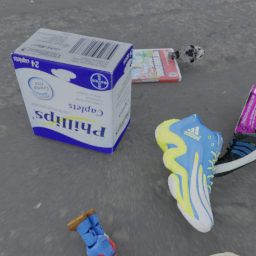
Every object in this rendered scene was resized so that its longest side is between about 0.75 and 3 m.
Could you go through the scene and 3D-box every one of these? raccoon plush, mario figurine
[{"bbox_3d":[2.076,-2.717,10.039,1.284,0.621,0.861,20,24,28],"label":"raccoon plush"},{"bbox_3d":[-0.617,2.480,5.335,1.027,0.882,1.664,-23,74,-35],"label":"mario figurine"}]

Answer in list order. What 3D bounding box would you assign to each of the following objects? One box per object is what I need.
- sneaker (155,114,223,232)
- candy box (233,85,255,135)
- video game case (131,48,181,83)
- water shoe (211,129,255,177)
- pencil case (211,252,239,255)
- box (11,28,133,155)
[{"bbox_3d":[1.540,0.787,6.098,1.387,1.000,2.640,-30,61,21],"label":"sneaker"},{"bbox_3d":[4.093,-0.117,7.435,2.091,0.638,1.426,21,89,18],"label":"candy box"},{"bbox_3d":[0.539,-2.282,10.187,2.501,0.218,1.788,-3,49,-3],"label":"video game case"},{"bbox_3d":[2.719,0.561,6.920,1.985,0.710,0.783,-21,69,-14],"label":"water shoe"},{"bbox_3d":[1.860,3.394,4.329,1.009,1.160,2.593,-13,49,13],"label":"pencil case"},{"bbox_3d":[-1.267,-0.877,7.216,2.450,2.664,1.398,13,46,12],"label":"box"}]
